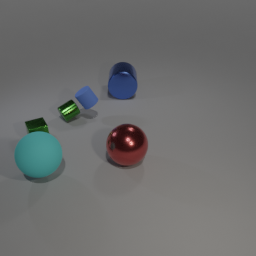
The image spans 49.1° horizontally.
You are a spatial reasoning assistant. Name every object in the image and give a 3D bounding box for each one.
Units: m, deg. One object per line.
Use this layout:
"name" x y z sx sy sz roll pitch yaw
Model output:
"ball" -0.028 0.551 9.292 1.400 1.400 1.400 0 33 0
"cylinder" -0.253 -2.322 13.657 1.400 1.400 1.400 0 33 0
"cylinder" -1.681 -1.233 11.385 0.700 0.700 0.700 -28 29 17
"ball" -2.724 0.808 8.565 1.400 1.400 1.400 0 33 0
"cube" -3.421 0.117 10.601 0.700 0.700 0.700 -17 37 -24
"cylinder" -2.479 -0.730 11.736 0.700 0.700 0.700 -35 44 -17
